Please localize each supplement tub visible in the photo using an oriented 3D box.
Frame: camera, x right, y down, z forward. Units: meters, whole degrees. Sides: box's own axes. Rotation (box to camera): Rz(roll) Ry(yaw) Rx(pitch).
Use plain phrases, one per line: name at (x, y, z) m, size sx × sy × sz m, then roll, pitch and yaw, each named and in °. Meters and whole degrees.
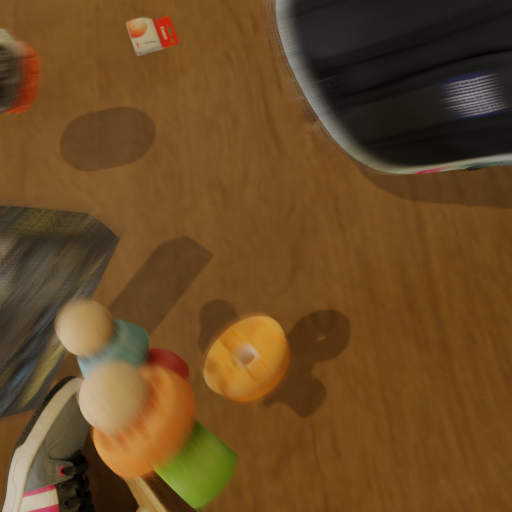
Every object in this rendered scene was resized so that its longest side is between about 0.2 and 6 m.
supplement tub at (-3.510, -2.180, 6.334) m, size 1.091 × 1.780 × 1.091 m, roll 3°, pitch 95°, yaw 41°

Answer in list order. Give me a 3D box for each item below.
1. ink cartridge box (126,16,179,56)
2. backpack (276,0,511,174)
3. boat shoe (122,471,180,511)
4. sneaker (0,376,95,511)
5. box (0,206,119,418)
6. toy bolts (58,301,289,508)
ink cartridge box at (-1.811, -3.879, 9.768) m, size 0.772 × 0.194 × 0.626 m, roll -19°, pitch 76°, yaw -2°
backpack at (2.150, -2.633, 6.157) m, size 2.741 × 3.640 × 3.232 m, roll -49°, pitch 117°, yaw -34°
boat shoe at (-1.350, 3.603, 7.546) m, size 0.623 × 0.664 × 1.802 m, roll -39°, pitch 74°, yaw -7°
sneaker at (-2.220, 3.452, 7.155) m, size 2.058 × 1.425 × 3.409 m, roll 16°, pitch 84°, yaw 9°
box at (-2.803, 0.699, 5.957) m, size 0.646 × 1.996 × 2.531 m, roll 37°, pitch 108°, yaw 25°
toy bolts at (-0.952, 0.953, 5.360) m, size 1.966 × 2.059 × 1.428 m, roll -51°, pitch 125°, yaw -20°
